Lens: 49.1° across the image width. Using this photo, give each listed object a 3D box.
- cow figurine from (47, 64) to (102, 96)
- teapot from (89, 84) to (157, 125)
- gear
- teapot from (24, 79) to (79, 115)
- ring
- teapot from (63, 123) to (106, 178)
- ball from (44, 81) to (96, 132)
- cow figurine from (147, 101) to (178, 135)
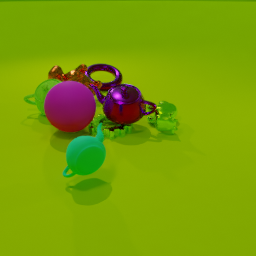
[{"bbox_3d":[-1.926,-1.518,9.656,1.627,1.653,0.907,-25,31,36],"label":"cow figurine"},{"bbox_3d":[-0.157,-0.721,7.519,1.928,0.944,1.199,16,47,15],"label":"teapot"},{"bbox_3d":[-0.480,-0.080,7.782,1.217,0.225,1.217,0,27,0],"label":"gear"},{"bbox_3d":[-2.244,-0.998,8.460,1.886,0.923,1.172,-11,57,10],"label":"teapot"},{"bbox_3d":[-0.988,-2.021,11.025,1.581,0.316,1.581,5,46,-6],"label":"ring"},{"bbox_3d":[-0.834,0.466,5.497,1.284,0.798,0.629,-51,41,-3],"label":"teapot"},{"bbox_3d":[-1.504,-0.554,7.329,1.334,1.334,1.334,0,27,0],"label":"ball"},{"bbox_3d":[1.083,-0.328,7.836,1.206,0.673,1.226,19,32,41],"label":"cow figurine"}]
